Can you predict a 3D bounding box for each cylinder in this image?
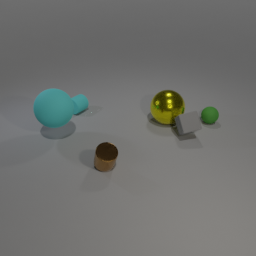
[{"bbox_3d":[-2.200,-1.042,12.222,0.700,0.700,0.700,18,33,27],"label":"cylinder"},{"bbox_3d":[-0.699,0.910,8.764,0.700,0.700,0.700,6,55,-9],"label":"cylinder"}]

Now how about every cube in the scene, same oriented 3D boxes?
[{"bbox_3d":[2.216,-0.169,10.359,0.700,0.700,0.700,-14,-7,-5],"label":"cube"}]

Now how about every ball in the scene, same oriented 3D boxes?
[{"bbox_3d":[-2.642,-0.702,9.994,1.400,1.400,1.400,0,31,0],"label":"ball"},{"bbox_3d":[1.590,-0.835,11.259,1.400,1.400,1.400,0,31,0],"label":"ball"},{"bbox_3d":[3.334,-0.525,11.401,0.700,0.700,0.700,0,31,0],"label":"ball"}]
